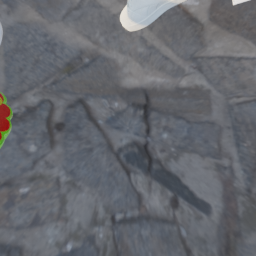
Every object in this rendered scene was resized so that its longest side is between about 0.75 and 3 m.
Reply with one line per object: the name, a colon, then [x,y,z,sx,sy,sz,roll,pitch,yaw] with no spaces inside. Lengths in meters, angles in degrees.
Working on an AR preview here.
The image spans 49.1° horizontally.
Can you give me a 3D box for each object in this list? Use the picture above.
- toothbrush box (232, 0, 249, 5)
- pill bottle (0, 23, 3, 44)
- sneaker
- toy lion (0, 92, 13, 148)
toothbrush box: [2.471,-2.954,5.043,1.186,0.691,1.620,-7,37,29]
pill bottle: [-3.128,-1.838,4.955,0.835,1.528,0.835,-5,81,36]
sneaker: [0.230,-3.183,6.205,1.575,2.726,1.004,19,75,-30]
toy lion: [-3.195,-0.179,4.502,2.295,0.822,2.395,38,39,-14]
